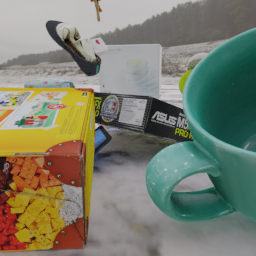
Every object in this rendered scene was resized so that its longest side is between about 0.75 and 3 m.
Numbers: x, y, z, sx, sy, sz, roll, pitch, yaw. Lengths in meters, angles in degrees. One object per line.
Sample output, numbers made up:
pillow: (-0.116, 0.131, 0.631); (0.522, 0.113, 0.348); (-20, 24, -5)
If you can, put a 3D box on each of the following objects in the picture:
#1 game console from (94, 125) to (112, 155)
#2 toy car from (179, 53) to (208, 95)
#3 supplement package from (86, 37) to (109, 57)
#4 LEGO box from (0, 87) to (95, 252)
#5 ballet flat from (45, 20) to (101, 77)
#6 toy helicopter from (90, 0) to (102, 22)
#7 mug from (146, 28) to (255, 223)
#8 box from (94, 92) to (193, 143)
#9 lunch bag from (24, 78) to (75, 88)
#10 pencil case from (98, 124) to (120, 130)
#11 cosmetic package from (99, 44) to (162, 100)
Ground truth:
game console: (-0.906, 0.219, 4.549); (0.986, 0.683, 1.155); (17, 5, -16)
toy car: (3.240, -1.347, 10.248); (2.699, 2.362, 2.024); (4, -24, 16)
supplement package: (-1.156, -2.644, 9.416); (0.518, 0.525, 0.866); (-32, 5, 34)
LEGO box: (-1.258, 0.212, 3.157); (1.709, 0.886, 2.295); (-1, 21, -4)
ballet flat: (-1.488, -2.414, 7.891); (0.771, 2.110, 0.771); (-40, -3, -2)
toy helicopter: (-1.142, -4.437, 10.409); (0.371, 0.941, 0.622); (-6, 9, 3)
mug: (1.443, 0.062, 2.754); (2.285, 1.413, 1.878); (-10, 42, 23)
box: (0.163, -0.191, 5.669); (2.085, 0.576, 2.602); (14, -1, -42)
lunch bag: (-3.788, -1.814, 13.968); (1.914, 1.370, 2.247); (0, 16, 6)
pencil case: (-0.184, -0.210, 7.525); (1.233, 0.512, 0.559); (-6, 12, -26)
cosmetic package: (0.169, -2.575, 13.786); (2.879, 2.888, 1.775); (1, 10, 10)
